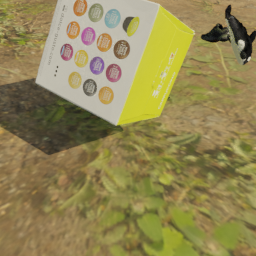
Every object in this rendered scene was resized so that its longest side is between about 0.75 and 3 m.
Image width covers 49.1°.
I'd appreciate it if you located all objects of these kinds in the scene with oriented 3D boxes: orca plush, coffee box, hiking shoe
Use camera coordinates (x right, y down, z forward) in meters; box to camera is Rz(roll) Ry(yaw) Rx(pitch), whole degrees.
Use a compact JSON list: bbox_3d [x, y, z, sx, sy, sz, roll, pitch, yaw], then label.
[{"bbox_3d":[3.018,-2.451,7.346,0.618,1.740,0.915,-29,28,13],"label":"orca plush"},{"bbox_3d":[-0.211,-1.705,6.670,2.393,2.416,2.419,28,18,23],"label":"coffee box"},{"bbox_3d":[3.299,-3.562,10.491,0.482,0.641,1.274,4,11,-36],"label":"hiking shoe"}]
